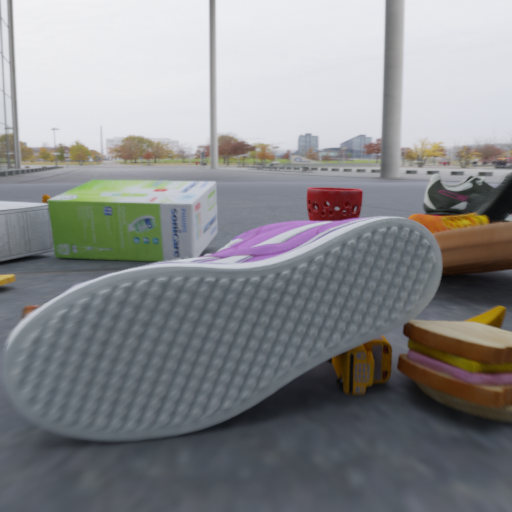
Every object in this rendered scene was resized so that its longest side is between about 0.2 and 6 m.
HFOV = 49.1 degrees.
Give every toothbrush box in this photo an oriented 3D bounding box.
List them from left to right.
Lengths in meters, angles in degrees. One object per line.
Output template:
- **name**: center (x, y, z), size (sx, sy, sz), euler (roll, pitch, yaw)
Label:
- **toothbrush box**: center (-1.889, -0.606, 9.014), size (2.247, 0.967, 1.636), euler (3, 19, 9)

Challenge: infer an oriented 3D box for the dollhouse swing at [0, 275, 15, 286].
- **dollhouse swing**: center (-3.319, 0.090, 6.346), size (0.748, 0.773, 0.851), euler (-19, 4, 15)

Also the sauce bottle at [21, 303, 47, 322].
- **sauce bottle**: center (-0.776, 0.564, 3.859), size (1.575, 0.520, 0.520), euler (1, 8, -25)

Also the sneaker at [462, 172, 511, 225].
- **sneaker**: center (4.572, -1.121, 10.541), size (0.684, 1.790, 1.025), euler (35, 20, -11)

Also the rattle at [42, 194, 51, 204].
- **rattle**: center (-4.248, -0.992, 12.726), size (1.168, 0.835, 0.761), euler (-15, -1, -37)

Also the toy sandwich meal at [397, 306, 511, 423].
- **toy sandwich meal**: center (1.547, 0.623, 3.579), size (1.390, 0.476, 1.390), euler (0, 9, 0)

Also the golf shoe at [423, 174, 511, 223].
- **golf shoe**: center (5.274, -1.212, 12.734), size (2.829, 1.246, 1.092), euler (4, 9, 13)

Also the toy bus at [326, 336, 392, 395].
- **toy bus**: center (0.701, 0.659, 3.929), size (0.369, 0.307, 0.944), euler (1, 9, -1)

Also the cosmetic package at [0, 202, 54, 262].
- **cosmetic package**: center (-4.932, -0.443, 9.036), size (3.306, 0.837, 1.365), euler (5, 11, 30)

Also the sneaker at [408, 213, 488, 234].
- **sneaker**: center (2.706, -0.364, 7.591), size (1.719, 0.663, 0.627), euler (8, 44, -33)

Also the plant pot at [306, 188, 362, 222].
- **plant pot**: center (1.546, -0.850, 11.091), size (1.095, 0.997, 1.095), euler (-1, 9, 0)

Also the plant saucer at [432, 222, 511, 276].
- **plant saucer**: center (2.703, -0.035, 6.522), size (2.214, 0.357, 2.214), euler (-4, -7, 0)

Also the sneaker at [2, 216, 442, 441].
- **sneaker**: center (-0.258, 0.336, 3.684), size (2.574, 0.933, 1.467), euler (-12, 11, -21)
